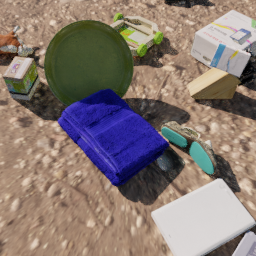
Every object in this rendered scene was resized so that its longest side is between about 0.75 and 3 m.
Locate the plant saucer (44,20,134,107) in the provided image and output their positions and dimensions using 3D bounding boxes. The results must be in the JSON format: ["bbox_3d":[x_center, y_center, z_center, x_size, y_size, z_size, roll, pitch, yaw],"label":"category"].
[{"bbox_3d":[-1.202,-1.908,8.840,2.805,2.805,0.436,-17,19,-12],"label":"plant saucer"}]

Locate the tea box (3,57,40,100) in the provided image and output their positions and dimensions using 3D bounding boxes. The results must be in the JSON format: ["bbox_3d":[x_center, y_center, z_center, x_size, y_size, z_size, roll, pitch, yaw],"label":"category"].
[{"bbox_3d":[-3.522,-1.652,9.347,0.680,1.001,1.018,8,53,5],"label":"tea box"}]

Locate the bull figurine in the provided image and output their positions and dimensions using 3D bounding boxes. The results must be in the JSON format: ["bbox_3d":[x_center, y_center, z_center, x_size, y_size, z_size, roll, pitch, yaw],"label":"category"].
[{"bbox_3d":[-4.789,-3.306,10.819,2.274,0.741,1.380,1,49,-2],"label":"bull figurine"}]

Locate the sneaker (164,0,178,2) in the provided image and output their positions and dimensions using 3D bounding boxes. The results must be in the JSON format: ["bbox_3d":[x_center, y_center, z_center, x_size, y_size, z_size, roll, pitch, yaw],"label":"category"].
[{"bbox_3d":[2.389,-6.510,13.439,2.051,0.751,0.840,-6,30,-6],"label":"sneaker"}]

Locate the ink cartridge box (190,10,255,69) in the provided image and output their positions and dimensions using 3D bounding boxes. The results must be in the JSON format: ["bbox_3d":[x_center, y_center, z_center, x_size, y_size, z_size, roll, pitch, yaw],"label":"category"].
[{"bbox_3d":[3.837,-3.231,10.540,2.435,1.065,1.769,-36,61,-23],"label":"ink cartridge box"}]

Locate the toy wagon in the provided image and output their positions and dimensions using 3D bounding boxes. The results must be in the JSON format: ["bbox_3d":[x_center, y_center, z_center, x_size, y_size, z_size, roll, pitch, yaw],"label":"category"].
[{"bbox_3d":[-0.149,-3.543,11.094,2.288,0.583,2.949,34,60,24],"label":"toy wagon"}]

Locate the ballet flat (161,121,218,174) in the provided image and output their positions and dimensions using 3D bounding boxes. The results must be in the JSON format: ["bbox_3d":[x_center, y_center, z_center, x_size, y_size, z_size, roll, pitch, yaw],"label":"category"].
[{"bbox_3d":[1.876,0.425,7.987,0.777,0.700,2.064,-28,53,-32],"label":"ballet flat"}]

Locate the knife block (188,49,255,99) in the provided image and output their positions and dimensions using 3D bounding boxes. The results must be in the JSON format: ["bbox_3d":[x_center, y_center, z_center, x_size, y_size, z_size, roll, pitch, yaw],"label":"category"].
[{"bbox_3d":[3.051,-1.724,8.959,1.943,1.706,0.622,0,51,0],"label":"knife block"}]

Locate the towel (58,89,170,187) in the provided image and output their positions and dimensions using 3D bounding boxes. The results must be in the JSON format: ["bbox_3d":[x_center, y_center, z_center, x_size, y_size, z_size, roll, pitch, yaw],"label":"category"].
[{"bbox_3d":[-0.451,0.079,8.095,2.097,0.704,2.840,-35,63,-23],"label":"towel"}]

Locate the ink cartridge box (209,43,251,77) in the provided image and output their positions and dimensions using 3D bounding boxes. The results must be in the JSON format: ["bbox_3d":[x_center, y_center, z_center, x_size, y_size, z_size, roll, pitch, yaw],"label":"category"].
[{"bbox_3d":[2.895,-1.944,7.949,0.901,0.658,0.661,26,25,12],"label":"ink cartridge box"}]

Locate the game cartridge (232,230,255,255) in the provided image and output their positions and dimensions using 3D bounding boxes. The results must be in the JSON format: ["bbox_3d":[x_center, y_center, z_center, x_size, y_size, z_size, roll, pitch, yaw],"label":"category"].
[{"bbox_3d":[3.058,3.055,6.172,1.371,0.280,0.913,35,56,24],"label":"game cartridge"}]

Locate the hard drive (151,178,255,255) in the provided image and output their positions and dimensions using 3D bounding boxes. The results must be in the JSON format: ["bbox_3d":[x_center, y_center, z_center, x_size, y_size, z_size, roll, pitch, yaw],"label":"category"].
[{"bbox_3d":[1.811,2.219,6.805,2.085,0.274,1.375,-22,55,-16],"label":"hard drive"}]
